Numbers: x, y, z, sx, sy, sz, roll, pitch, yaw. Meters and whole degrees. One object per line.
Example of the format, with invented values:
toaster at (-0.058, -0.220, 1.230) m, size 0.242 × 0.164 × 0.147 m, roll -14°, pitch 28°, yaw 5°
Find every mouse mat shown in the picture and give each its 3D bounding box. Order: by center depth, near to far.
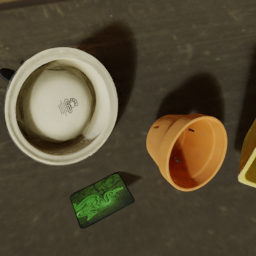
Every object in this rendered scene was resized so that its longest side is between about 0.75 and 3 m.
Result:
mouse mat at (-0.665, 1.752, 6.937) m, size 1.429 × 0.054 × 1.150 m, roll -26°, pitch 39°, yaw -11°

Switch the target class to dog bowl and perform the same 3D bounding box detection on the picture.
dog bowl at (-1.712, -0.552, 7.052) m, size 2.846 × 2.846 × 1.049 m, roll -42°, pitch 31°, yaw -19°

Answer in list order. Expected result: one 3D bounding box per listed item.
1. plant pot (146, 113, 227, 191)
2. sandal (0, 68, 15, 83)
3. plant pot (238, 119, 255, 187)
plant pot at (1.309, 0.441, 6.933) m, size 1.844 × 1.844 × 1.291 m, roll -35°, pitch 32°, yaw -17°
sandal at (-3.195, -1.207, 8.449) m, size 1.725 × 0.389 × 0.648 m, roll 36°, pitch 34°, yaw 1°
plant pot at (4.223, 0.086, 6.778) m, size 2.360 × 2.375 × 2.430 m, roll 18°, pitch 34°, yaw 8°
